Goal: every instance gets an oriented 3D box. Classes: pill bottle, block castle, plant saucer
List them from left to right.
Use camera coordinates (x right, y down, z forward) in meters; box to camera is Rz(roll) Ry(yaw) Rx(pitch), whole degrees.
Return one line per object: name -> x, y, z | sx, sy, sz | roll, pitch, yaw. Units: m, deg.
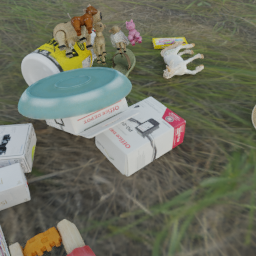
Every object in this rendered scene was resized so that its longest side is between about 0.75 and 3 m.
block castle -> -1.717, 2.846, 4.540 | 2.605, 1.741, 1.222 | -22, 48, -21
pill bottle -> -2.348, -2.566, 10.467 | 1.692, 1.692, 2.961 | 18, 46, 18
plant saucer -> -1.369, -1.031, 7.144 | 2.917, 0.400, 2.917 | -8, 27, 4

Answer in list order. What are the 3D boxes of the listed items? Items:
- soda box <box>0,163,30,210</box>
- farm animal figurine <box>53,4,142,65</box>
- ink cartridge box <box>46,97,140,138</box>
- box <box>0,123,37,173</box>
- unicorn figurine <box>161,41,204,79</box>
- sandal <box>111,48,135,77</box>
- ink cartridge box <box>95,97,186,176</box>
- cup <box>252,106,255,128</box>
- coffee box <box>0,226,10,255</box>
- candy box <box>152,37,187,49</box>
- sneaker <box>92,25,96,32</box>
soda box -> -3.553, 1.625, 6.629 | 2.209, 0.703, 0.752 | -17, 45, -17
farm animal figurine -> -1.042, -3.251, 9.430 | 2.582, 2.085, 1.299 | 0, 70, -42
ink cartridge box -> -1.229, -0.688, 7.996 | 1.733, 0.998, 2.992 | -28, 22, -28
box -> -3.812, 0.624, 7.725 | 2.297, 0.690, 1.340 | -6, 43, -5
unicorn figurine -> 2.047, -2.640, 11.231 | 1.824, 0.981, 2.655 | -17, 30, -4
sandal -> -0.250, -2.601, 11.232 | 0.973, 0.699, 2.451 | 6, 43, 6
ink cartridge box -> 0.330, 0.162, 8.071 | 2.146, 0.895, 1.558 | -28, 49, -27
cup -> 4.571, -0.344, 8.595 | 0.842, 1.177, 1.177 | 1, 34, -40
coffee box -> -3.183, 2.367, 5.183 | 1.548, 1.545, 1.531 | -23, 47, -23
candy box -> 1.955, -3.982, 13.111 | 1.547, 0.204, 0.791 | -3, 40, -3
sneaker -> -2.024, -5.412, 14.454 | 1.327, 0.495, 0.535 | 26, 48, 26
